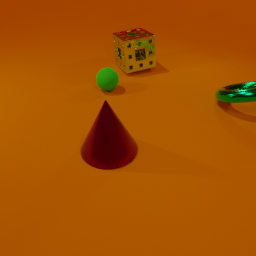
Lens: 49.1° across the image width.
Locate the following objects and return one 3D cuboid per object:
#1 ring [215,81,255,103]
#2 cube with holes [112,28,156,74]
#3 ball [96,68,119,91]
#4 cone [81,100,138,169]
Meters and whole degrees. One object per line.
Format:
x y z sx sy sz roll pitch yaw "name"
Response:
3.738 -1.149 8.811 1.921 0.384 1.921 -9 13 2 "ring"
0.240 -3.081 11.069 1.266 1.266 1.266 -16 35 -16 "cube with holes"
-0.710 -1.692 9.739 0.791 0.791 0.791 0 37 0 "ball"
-0.507 -0.044 6.924 1.497 1.502 1.497 -1 37 1 "cone"
